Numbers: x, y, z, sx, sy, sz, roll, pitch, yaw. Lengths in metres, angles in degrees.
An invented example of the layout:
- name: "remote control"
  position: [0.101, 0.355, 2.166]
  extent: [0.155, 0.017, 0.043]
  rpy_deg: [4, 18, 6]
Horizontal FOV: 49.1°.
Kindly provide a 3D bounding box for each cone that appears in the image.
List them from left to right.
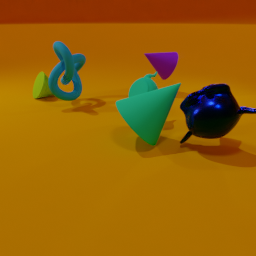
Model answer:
- name: "cone"
  position: [-2.762, -1.401, 10.086]
  extent: [0.983, 0.980, 0.980]
  rpy_deg: [15, 10, -37]
- name: "cone"
  position: [1.040, -2.431, 10.024]
  extent: [1.082, 1.078, 1.078]
  rpy_deg: [20, 16, -21]
- name: "cone"
  position: [0.664, -0.541, 6.222]
  extent: [1.339, 1.334, 1.334]
  rpy_deg: [-42, 17, 15]

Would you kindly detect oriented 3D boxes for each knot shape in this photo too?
- name: "knot shape"
  position: [-1.883, -1.857, 8.995]
  extent: [0.834, 1.805, 1.689]
  rpy_deg: [4, 20, 8]

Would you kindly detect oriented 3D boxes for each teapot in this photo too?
- name: "teapot"
  position: [0.484, -0.934, 7.540]
  extent: [0.873, 1.404, 0.687]
  rpy_deg: [11, -7, 43]

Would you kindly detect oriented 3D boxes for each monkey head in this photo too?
- name: "monkey head"
  position: [1.835, -0.347, 6.020]
  extent: [1.814, 1.093, 1.305]
  rpy_deg: [-26, -3, 31]
